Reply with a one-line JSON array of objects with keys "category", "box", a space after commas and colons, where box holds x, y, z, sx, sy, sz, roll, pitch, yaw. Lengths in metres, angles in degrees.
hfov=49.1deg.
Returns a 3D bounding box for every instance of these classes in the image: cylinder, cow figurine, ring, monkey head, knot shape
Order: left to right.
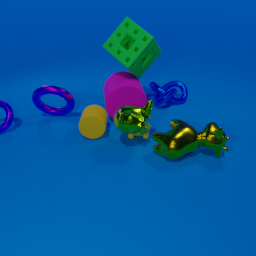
[{"category": "ring", "box": [-4.115, -0.343, 8.672, 1.136, 0.227, 1.136, 0, 74, -1]}, {"category": "ring", "box": [-2.437, -0.879, 9.192, 1.396, 1.396, 0.279, 1, 56, 2]}, {"category": "cylinder", "box": [-1.040, -0.195, 8.460, 0.789, 0.789, 0.789, 0, 28, 0]}, {"category": "cylinder", "box": [-0.122, -1.072, 9.459, 1.336, 1.336, 1.336, -3, 30, -6]}, {"category": "monkey head", "box": [0.148, -0.369, 7.679, 0.947, 1.131, 1.572, 22, 7, -2]}, {"category": "cow figurine", "box": [0.223, -0.086, 8.581, 0.992, 0.544, 0.976, 1, 34, 7]}, {"category": "knot shape", "box": [1.394, -1.372, 10.640, 1.517, 0.701, 1.419, -21, 36, -35]}, {"category": "cow figurine", "box": [1.685, 0.361, 7.426, 1.675, 0.919, 1.648, -30, 37, -32]}]

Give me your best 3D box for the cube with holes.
[{"category": "cube with holes", "box": [0.169, -2.571, 9.138, 1.189, 1.189, 1.189, 44, 8, 19]}]
